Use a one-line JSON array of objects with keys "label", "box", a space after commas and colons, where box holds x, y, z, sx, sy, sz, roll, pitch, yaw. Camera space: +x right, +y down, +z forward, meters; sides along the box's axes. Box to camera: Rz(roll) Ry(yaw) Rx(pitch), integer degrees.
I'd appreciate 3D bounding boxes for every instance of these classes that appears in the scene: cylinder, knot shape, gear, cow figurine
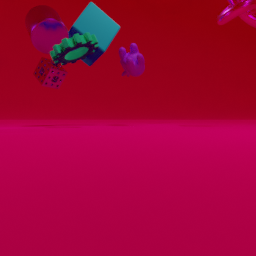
[{"label": "cylinder", "box": [-2.437, -2.946, 8.387, 1.079, 1.079, 1.079, -1, 41, -31]}, {"label": "knot shape", "box": [3.430, -3.674, 8.318, 1.926, 0.890, 1.803, -10, 45, -7]}, {"label": "gear", "box": [-1.346, -1.982, 7.096, 1.217, 0.225, 1.217, -24, -3, -1]}, {"label": "cow figurine", "box": [0.170, -2.334, 10.481, 0.881, 1.605, 1.580, -22, -40, -4]}]

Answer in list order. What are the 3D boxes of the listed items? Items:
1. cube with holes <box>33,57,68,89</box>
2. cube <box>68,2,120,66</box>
[{"label": "cube with holes", "box": [-2.763, -1.941, 9.967, 0.731, 0.731, 0.731, 6, 36, -53]}, {"label": "cube", "box": [-1.345, -3.316, 10.049, 1.333, 1.333, 1.333, 36, -27, -19]}]
